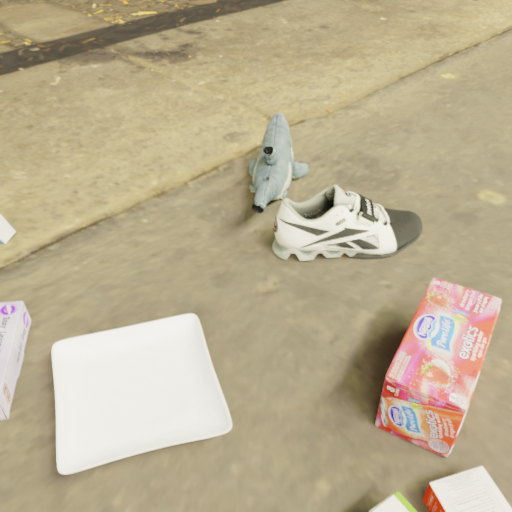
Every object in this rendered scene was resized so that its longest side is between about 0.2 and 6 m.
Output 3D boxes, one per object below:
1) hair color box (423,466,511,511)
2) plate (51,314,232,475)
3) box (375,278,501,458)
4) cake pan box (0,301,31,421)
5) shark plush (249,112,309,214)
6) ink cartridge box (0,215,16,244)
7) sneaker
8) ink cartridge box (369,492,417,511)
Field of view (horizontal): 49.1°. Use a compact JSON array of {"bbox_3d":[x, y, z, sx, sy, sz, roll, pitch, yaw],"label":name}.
[{"bbox_3d":[2.687,3.284,6.544,0.787,0.454,1.420,-11,39,-14],"label":"hair color box"},{"bbox_3d":[-1.731,1.949,8.183,2.301,0.373,2.306,-11,42,-14],"label":"plate"},{"bbox_3d":[2.662,1.523,8.125,1.096,1.144,2.295,20,44,22],"label":"box"},{"bbox_3d":[-4.628,1.605,8.512,1.972,0.560,2.141,-3,40,-7],"label":"cake pan box"},{"bbox_3d":[0.162,-1.921,12.195,1.392,1.276,3.063,15,42,17],"label":"shark plush"},{"bbox_3d":[-5.422,-0.679,11.170,1.068,0.619,0.356,20,63,23],"label":"ink cartridge box"},{"bbox_3d":[1.841,-0.714,10.728,3.025,1.339,1.121,-7,38,-10],"label":"sneaker"},{"bbox_3d":[1.412,3.489,6.247,1.362,0.516,1.007,-25,46,-25],"label":"ink cartridge box"}]
